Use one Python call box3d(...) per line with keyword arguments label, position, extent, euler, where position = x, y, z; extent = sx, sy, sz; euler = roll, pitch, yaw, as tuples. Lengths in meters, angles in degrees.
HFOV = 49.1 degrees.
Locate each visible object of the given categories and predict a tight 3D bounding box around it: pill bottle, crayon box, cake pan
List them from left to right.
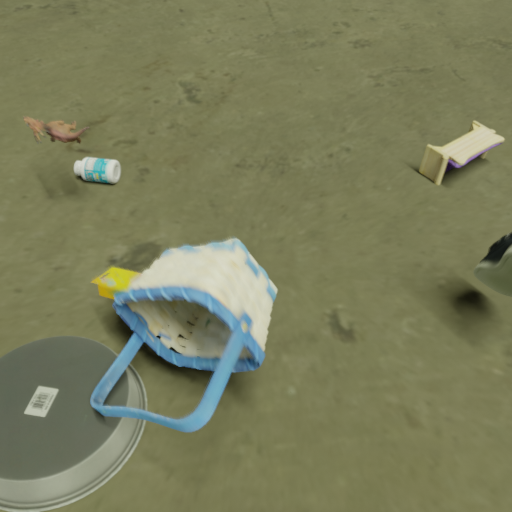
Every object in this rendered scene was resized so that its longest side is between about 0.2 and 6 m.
box3d(label="cake pan", position=(-2.729, 2.037, 7.396), extent=(2.505, 0.459, 2.505), euler=(0, 43, 0))
box3d(label="pill bottle", position=(-3.254, -1.753, 11.447), extent=(0.862, 0.478, 0.478), euler=(7, 43, 9))
box3d(label="crayon box", position=(-1.804, 0.406, 7.710), extent=(0.791, 0.201, 0.502), euler=(12, 29, 23))

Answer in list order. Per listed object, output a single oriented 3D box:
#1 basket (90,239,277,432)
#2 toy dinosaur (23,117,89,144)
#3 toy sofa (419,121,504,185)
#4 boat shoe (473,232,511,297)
box3d(label="basket", position=(-0.835, 0.967, 6.748), extent=(2.008, 1.584, 2.277), euler=(-4, 41, 43))
box3d(label="toy dinosaur", position=(-3.534, -2.187, 9.945), extent=(1.035, 0.444, 0.702), euler=(10, 16, 8))
box3d(label="toy sofa", position=(4.282, -2.095, 11.650), extent=(1.694, 0.702, 0.827), euler=(-29, 55, -28))
box3d(label="boat shoe", position=(3.699, 0.024, 7.905), extent=(0.791, 2.116, 0.702), euler=(34, 82, 18))
